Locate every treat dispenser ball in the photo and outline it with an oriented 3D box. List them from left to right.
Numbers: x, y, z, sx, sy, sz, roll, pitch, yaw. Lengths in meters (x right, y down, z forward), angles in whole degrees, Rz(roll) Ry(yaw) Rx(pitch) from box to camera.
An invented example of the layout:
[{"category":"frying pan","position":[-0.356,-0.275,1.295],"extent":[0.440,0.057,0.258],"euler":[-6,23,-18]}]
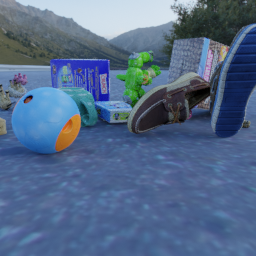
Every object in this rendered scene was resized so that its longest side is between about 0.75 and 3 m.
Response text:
[{"category":"treat dispenser ball","position":[-1.782,-0.166,6.179],"extent":[1.457,1.457,1.457],"euler":[0,14,0]}]

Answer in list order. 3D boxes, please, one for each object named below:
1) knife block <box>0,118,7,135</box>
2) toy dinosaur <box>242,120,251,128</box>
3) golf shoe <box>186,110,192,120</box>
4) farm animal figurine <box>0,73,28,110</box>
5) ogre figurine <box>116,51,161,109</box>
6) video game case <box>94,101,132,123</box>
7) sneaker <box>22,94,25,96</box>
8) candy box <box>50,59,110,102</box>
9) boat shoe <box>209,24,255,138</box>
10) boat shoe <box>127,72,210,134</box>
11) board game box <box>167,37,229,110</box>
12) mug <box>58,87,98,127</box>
[{"category":"knife block","position":[-3.973,0.000,7.566],"extent":[1.143,0.417,1.302],"euler":[-11,19,-41]},{"category":"toy dinosaur","position":[3.417,-0.390,9.231],"extent":[1.044,0.601,2.064],"euler":[17,23,4]},{"category":"golf shoe","position":[1.487,-0.543,9.731],"extent":[1.387,0.522,0.635],"euler":[9,7,2]},{"category":"farm animal figurine","position":[-5.576,-1.379,11.726],"extent":[2.580,1.298,2.084],"euler":[1,33,-10]},{"category":"ogre figurine","position":[0.292,-1.263,7.782],"extent":[0.937,1.909,1.145],"euler":[31,13,27]},{"category":"video game case","position":[-0.220,-0.606,9.679],"extent":[1.676,0.420,1.849],"euler":[-3,15,-28]},{"category":"sneaker","position":[-3.647,-1.122,11.185],"extent":[1.208,0.801,2.123],"euler":[-5,17,-27]},{"category":"candy box","position":[-1.936,-1.875,11.775],"extent":[2.350,1.987,0.905],"euler":[0,17,-2]},{"category":"boat shoe","position":[2.523,-1.182,6.934],"extent":[1.047,2.897,1.049],"euler":[2,36,-10]},{"category":"boat shoe","position":[1.265,-0.610,7.655],"extent":[2.822,1.018,1.016],"euler":[-30,46,-26]},{"category":"board game box","position":[2.864,-1.752,9.931],"extent":[2.747,2.190,1.330],"euler":[4,9,-36]},{"category":"mug","position":[-1.661,-0.701,8.926],"extent":[1.790,1.107,1.471],"euler":[3,15,12]}]
